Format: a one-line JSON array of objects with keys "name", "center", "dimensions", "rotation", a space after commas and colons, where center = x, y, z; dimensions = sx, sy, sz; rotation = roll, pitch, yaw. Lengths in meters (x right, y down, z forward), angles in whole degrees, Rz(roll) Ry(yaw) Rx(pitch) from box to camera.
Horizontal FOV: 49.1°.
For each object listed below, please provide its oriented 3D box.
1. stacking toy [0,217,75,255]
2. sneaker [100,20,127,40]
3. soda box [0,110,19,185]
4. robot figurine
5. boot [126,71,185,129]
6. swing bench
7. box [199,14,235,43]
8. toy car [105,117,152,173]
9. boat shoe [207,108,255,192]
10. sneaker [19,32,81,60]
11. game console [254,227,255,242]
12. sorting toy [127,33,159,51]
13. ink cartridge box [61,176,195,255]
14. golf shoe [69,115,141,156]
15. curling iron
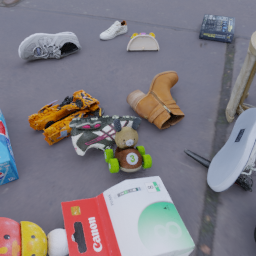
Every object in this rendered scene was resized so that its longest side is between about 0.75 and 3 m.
[{"name": "stacking toy", "center": [-2.447, 2.594, 6.098], "dimensions": [2.574, 1.881, 1.881], "rotation": [-2, 42, -25]}, {"name": "sneaker", "center": [-0.760, -5.053, 14.260], "dimensions": [1.662, 0.703, 0.605], "rotation": [-33, 55, -27]}, {"name": "soda box", "center": [-4.185, 0.402, 8.562], "dimensions": [0.975, 0.922, 2.875], "rotation": [-19, 48, -18]}, {"name": "robot figurine", "center": [-2.009, -0.486, 9.605], "dimensions": [1.785, 0.717, 2.462], "rotation": [35, 55, 28]}, {"name": "boot", "center": [1.377, -1.034, 10.013], "dimensions": [2.420, 0.928, 1.879], "rotation": [-28, 51, -26]}, {"name": "swing bench", "center": [4.527, -1.162, 8.780], "dimensions": [1.853, 2.841, 2.857], "rotation": [-24, 49, -23]}, {"name": "box", "center": [4.638, -5.198, 14.511], "dimensions": [1.648, 0.533, 2.089], "rotation": [11, 45, 12]}, {"name": "toy car", "center": [-0.003, 0.409, 7.991], "dimensions": [1.197, 1.457, 1.149], "rotation": [-5, 24, -15]}, {"name": "boat shoe", "center": [3.303, 0.811, 7.993], "dimensions": [2.767, 1.179, 1.022], "rotation": [-56, 22, -22]}, {"name": "sneaker", "center": [-3.443, -3.632, 12.555], "dimensions": [2.835, 1.059, 1.162], "rotation": [-24, 50, -23]}, {"name": "game console", "center": [3.908, 2.361, 6.349], "dimensions": [1.883, 1.246, 2.141], "rotation": [26, 51, 24]}, {"name": "sorting toy", "center": [0.691, -4.255, 13.562], "dimensions": [1.535, 0.820, 1.381], "rotation": [-1, 25, -1]}, {"name": "ink cartridge box", "center": [-0.097, 2.194, 6.534], "dimensions": [2.620, 0.656, 2.109], "rotation": [-2, 38, -20]}, {"name": "golf shoe", "center": [-0.670, 0.140, 8.930], "dimensions": [2.509, 1.105, 0.968], "rotation": [-8, 7, -34]}, {"name": "curling iron", "center": [2.599, 1.144, 8.127], "dimensions": [2.185, 0.542, 0.279], "rotation": [31, 62, 30]}]
